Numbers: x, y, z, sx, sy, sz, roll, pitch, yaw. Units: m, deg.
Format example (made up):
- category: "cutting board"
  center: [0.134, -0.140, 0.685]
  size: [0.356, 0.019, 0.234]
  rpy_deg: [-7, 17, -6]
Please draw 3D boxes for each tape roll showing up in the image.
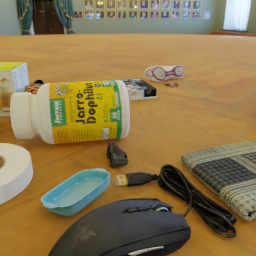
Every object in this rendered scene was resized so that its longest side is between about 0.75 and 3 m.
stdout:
- category: "tape roll"
  center: [-3.051, 0.926, 5.598]
  size: [2.187, 0.400, 2.187]
  rpy_deg: [0, 23, 0]

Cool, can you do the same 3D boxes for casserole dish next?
- category: "casserole dish"
  center: [-0.892, 1.150, 5.062]
  size: [0.842, 0.270, 1.390]
  rpy_deg: [1, 21, 36]

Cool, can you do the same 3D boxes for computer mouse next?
- category: "computer mouse"
  center: [0.068, 1.231, 4.495]
  size: [2.971, 0.684, 2.086]
  rpy_deg: [-10, 26, -24]

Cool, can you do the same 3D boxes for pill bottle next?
- category: "pill bottle"
  center: [-1.453, -0.408, 7.290]
  size: [2.798, 1.578, 1.578]
  rpy_deg: [-4, 23, -10]

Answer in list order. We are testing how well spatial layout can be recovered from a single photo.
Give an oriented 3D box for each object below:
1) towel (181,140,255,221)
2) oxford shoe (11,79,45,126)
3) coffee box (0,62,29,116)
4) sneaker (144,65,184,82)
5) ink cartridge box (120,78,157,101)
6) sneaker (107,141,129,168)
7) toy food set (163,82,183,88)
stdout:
- category: "towel"
  center: [2.627, 0.933, 5.767]
  size: [2.394, 0.413, 2.305]
  rpy_deg: [-9, 21, -16]
- category: "oxford shoe"
  center: [-3.098, -0.804, 8.884]
  size: [1.054, 1.077, 2.955]
  rpy_deg: [-3, 23, -8]
- category: "coffee box"
  center: [-4.403, -1.381, 9.641]
  size: [1.574, 1.559, 1.577]
  rpy_deg: [-1, 23, -2]
- category: "sneaker"
  center: [1.751, -2.746, 14.266]
  size: [2.152, 0.806, 1.072]
  rpy_deg: [-7, 8, -22]
- category: "ink cartridge box"
  center: [0.237, -1.727, 11.962]
  size: [1.182, 0.466, 2.378]
  rpy_deg: [-8, 23, -17]
- category: "sneaker"
  center: [-0.252, 0.621, 6.518]
  size: [0.431, 0.360, 0.949]
  rpy_deg: [4, 28, -17]
- category: "toy food set"
  center: [2.050, -2.067, 13.151]
  size: [0.975, 0.154, 0.620]
  rpy_deg: [21, 30, 41]
